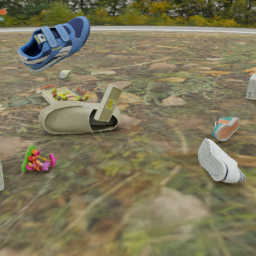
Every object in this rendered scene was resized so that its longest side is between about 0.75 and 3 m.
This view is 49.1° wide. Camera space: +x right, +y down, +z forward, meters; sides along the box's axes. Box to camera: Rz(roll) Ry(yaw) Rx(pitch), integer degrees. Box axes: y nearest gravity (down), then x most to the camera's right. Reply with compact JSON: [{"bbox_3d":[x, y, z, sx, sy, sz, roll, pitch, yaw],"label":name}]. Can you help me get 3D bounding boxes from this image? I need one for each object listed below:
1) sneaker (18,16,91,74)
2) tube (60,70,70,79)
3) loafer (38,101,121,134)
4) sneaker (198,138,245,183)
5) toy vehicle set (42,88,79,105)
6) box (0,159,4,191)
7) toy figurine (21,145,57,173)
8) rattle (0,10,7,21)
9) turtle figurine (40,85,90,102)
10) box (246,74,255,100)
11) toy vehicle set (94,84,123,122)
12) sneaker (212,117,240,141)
[{"bbox_3d":[-1.663,-1.960,6.355,1.826,0.751,0.675,-36,69,2],"label":"sneaker"},{"bbox_3d":[-3.704,-3.205,16.319,0.430,0.384,1.481,36,14,-15],"label":"tube"},{"bbox_3d":[-1.513,-0.341,9.281,2.790,1.056,0.953,-8,20,-17],"label":"loafer"},{"bbox_3d":[2.386,0.865,7.355,0.699,0.663,1.736,10,27,-11],"label":"sneaker"},{"bbox_3d":[-3.006,-1.376,12.464,1.157,0.247,1.862,-14,28,-28],"label":"toy vehicle set"},{"bbox_3d":[-4.449,1.077,6.270,2.955,1.010,1.214,-11,27,-21],"label":"box"},{"bbox_3d":[-2.288,0.893,7.382,0.737,0.601,0.801,12,48,5],"label":"toy figurine"},{"bbox_3d":[-4.176,-3.422,8.073,0.739,0.673,1.034,3,20,23],"label":"rattle"},{"bbox_3d":[-2.331,-1.087,11.235,2.154,0.694,1.737,6,26,-40],"label":"turtle figurine"},{"bbox_3d":[6.746,-1.605,12.089,2.862,0.979,1.176,15,29,29],"label":"box"},{"bbox_3d":[-0.477,-0.607,7.031,0.123,0.928,0.577,28,8,23],"label":"toy vehicle set"},{"bbox_3d":[3.072,0.013,9.212,0.626,0.559,1.566,11,23,42],"label":"sneaker"}]
